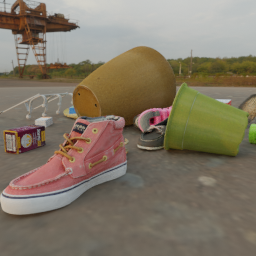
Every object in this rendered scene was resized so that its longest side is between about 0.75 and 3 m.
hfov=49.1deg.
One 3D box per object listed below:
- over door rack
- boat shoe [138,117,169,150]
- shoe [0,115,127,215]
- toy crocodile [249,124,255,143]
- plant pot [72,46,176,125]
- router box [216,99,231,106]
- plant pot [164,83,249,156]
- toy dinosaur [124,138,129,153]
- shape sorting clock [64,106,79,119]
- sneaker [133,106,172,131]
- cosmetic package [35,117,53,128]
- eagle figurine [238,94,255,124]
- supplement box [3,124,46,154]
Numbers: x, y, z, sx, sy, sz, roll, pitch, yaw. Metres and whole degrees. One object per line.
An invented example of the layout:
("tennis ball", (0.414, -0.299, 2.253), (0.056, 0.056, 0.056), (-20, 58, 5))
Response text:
("over door rack", (-4.008, -0.888, 12.186), (2.820, 0.939, 2.083), (-8, 5, 25))
("boat shoe", (0.898, 0.048, 7.477), (0.761, 0.649, 2.277), (6, 12, 30))
("shoe", (-0.857, 0.411, 4.337), (0.843, 1.074, 2.361), (8, 13, 36))
("toy crocodile", (3.887, -0.034, 7.535), (0.869, 0.795, 2.576), (7, 12, 35))
("plant pot", (-0.334, -1.180, 9.727), (2.789, 2.789, 2.993), (10, 28, 44))
("router box", (3.428, -0.991, 13.170), (2.524, 0.617, 2.265), (5, 11, 23))
("plant pot", (1.803, -0.046, 6.326), (1.542, 1.623, 1.623), (18, 16, 18))
("toy dinosaur", (-0.232, 0.509, 6.200), (1.211, 0.352, 0.612), (0, 23, 46))
("shape sorting clock", (-1.385, -0.803, 12.291), (2.828, 0.555, 2.828), (-4, 12, 1))
("sneaker", (1.246, -0.287, 9.053), (2.402, 0.949, 1.145), (-3, 0, -24))
("cosmetic package", (-2.976, -0.210, 9.943), (0.381, 0.267, 0.750), (0, 11, 2))
("eagle figurine", (4.652, -0.820, 9.440), (1.711, 1.298, 1.291), (-16, 44, -29))
("supplement box", (-2.461, 0.251, 6.736), (0.404, 0.520, 0.942), (6, 12, 26))
